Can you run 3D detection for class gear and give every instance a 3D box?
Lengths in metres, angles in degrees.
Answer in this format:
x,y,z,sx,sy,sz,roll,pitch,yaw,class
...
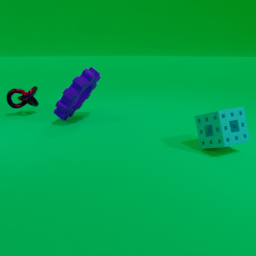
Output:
x,y,z,sx,sy,sz,roll,pitch,yaw,class
-1.704,-1.147,9.516,0.373,2.015,2.015,39,20,0,gear

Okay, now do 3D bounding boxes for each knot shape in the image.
x,y,z,sx,sy,sz,roll,pitch,yaw,class
-3.915,-1.116,10.408,1.131,0.558,1.208,-10,-21,-27,knot shape

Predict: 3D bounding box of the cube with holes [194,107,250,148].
x,y,z,sx,sy,sz,roll,pitch,yaw,class
2.279,0.005,6.826,0.828,0.828,0.828,-9,-2,-27,cube with holes
